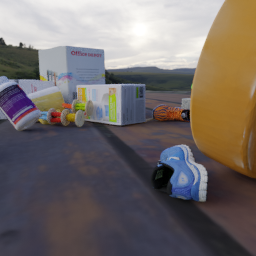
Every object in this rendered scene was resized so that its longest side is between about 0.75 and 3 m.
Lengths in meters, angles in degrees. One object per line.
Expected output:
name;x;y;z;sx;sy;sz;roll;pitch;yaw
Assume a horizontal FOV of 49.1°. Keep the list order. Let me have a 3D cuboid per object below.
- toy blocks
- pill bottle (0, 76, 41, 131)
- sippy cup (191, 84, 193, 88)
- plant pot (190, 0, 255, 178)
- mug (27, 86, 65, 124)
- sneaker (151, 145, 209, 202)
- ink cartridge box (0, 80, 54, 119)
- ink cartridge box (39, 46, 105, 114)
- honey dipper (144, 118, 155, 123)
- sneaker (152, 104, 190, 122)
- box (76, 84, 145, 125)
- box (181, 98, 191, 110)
toy blocks;-2.127;-0.557;9.560;1.555;0.565;1.296;5;34;19
pill bottle;-3.388;-0.748;8.351;0.882;1.568;0.882;-39;1;1
sippy cup;2.804;-0.478;6.721;1.929;2.457;1.800;-28;-23;38
plant pot;2.764;-0.398;3.393;2.976;2.976;2.725;-8;27;-42
mug;-3.089;-0.805;10.213;1.322;1.290;1.610;-14;9;-30
sneaker;0.598;0.553;3.827;0.610;0.538;1.369;2;9;-5
ink cartridge box;-4.338;-1.170;11.285;2.643;1.533;0.897;-3;11;-19
ink cartridge box;-2.380;-1.986;12.132;2.073;2.866;2.082;8;12;41
honey dipper;1.051;-0.364;10.466;0.273;0.273;1.435;8;16;41
sneaker;1.727;-0.542;10.299;1.620;0.628;0.908;-6;10;-31
box;-0.660;-0.903;10.166;2.427;1.365;1.230;9;13;43
box;3.155;-0.883;12.010;1.619;0.769;0.629;6;11;28
